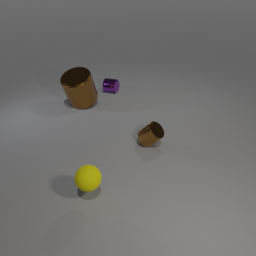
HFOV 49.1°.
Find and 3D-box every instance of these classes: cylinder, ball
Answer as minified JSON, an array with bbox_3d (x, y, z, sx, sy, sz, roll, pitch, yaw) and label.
[{"bbox_3d":[-2.209,-1.826,12.827,1.400,1.400,1.400,-6,50,7],"label":"cylinder"},{"bbox_3d":[-0.884,-2.228,14.677,0.700,0.700,0.700,9,30,17],"label":"cylinder"},{"bbox_3d":[0.817,0.220,9.993,0.700,0.700,0.700,23,48,-29],"label":"cylinder"},{"bbox_3d":[-1.052,1.321,7.381,0.700,0.700,0.700,0,29,0],"label":"ball"}]
